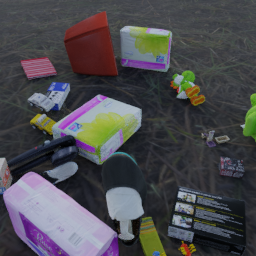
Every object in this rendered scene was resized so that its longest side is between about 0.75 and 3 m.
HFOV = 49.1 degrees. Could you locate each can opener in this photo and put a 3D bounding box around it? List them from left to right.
[{"bbox_3d":[-2.835,0.880,9.168,2.472,0.784,0.972,-17,20,-2],"label":"can opener"}]

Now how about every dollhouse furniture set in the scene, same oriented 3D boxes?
[{"bbox_3d":[3.330,0.211,10.506,0.865,0.614,0.685,-10,39,-12],"label":"dollhouse furniture set"}]

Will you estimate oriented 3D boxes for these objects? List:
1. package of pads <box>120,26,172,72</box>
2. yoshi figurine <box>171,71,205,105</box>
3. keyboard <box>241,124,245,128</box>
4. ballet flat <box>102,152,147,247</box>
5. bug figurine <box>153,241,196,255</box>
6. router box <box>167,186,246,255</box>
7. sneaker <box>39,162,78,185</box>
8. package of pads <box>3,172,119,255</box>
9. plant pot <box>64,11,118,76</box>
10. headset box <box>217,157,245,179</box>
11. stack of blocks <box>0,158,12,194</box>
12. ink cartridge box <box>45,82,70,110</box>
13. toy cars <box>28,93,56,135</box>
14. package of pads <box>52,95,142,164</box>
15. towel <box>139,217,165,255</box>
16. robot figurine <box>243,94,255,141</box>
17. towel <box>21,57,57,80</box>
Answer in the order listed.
[{"bbox_3d":[0.918,-4.282,15.064,2.723,2.104,0.929,10,38,13],"label":"package of pads"},{"bbox_3d":[2.878,-2.065,13.090,1.246,1.251,2.226,4,33,-21],"label":"yoshi figurine"},{"bbox_3d":[5.261,-0.134,11.395,1.358,0.072,0.382,-12,39,-15],"label":"keyboard"},{"bbox_3d":[-0.011,1.841,6.478,0.977,2.873,0.983,-5,42,5],"label":"ballet flat"},{"bbox_3d":[1.159,3.276,6.834,1.145,0.295,0.888,-7,44,-16],"label":"bug figurine"},{"bbox_3d":[2.176,2.473,7.687,1.950,0.498,1.454,11,39,14],"label":"router box"},{"bbox_3d":[-2.298,1.526,9.021,1.447,0.524,0.520,-22,75,-9],"label":"sneaker"},{"bbox_3d":[-1.595,2.475,6.638,2.960,1.783,1.120,25,45,29],"label":"package of pads"},{"bbox_3d":[-1.992,-4.307,14.894,2.340,2.656,2.653,-11,38,0],"label":"plant pot"},{"bbox_3d":[3.401,1.303,9.348,0.829,0.311,0.616,8,39,10],"label":"headset box"},{"bbox_3d":[-4.823,1.391,8.459,2.195,1.264,0.643,-2,38,-3],"label":"stack of blocks"},{"bbox_3d":[-3.320,-1.487,12.865,0.843,0.397,1.794,4,38,4],"label":"ink cartridge box"},{"bbox_3d":[-3.514,-0.715,11.412,1.089,0.538,2.429,-14,52,-10],"label":"toy cars"},{"bbox_3d":[-1.028,-0.072,10.567,2.218,0.979,2.871,22,43,25],"label":"package of pads"},{"bbox_3d":[0.568,2.925,7.432,0.527,0.111,1.225,-11,39,-12],"label":"towel"},{"bbox_3d":[5.534,-0.353,10.507,2.591,1.499,2.273,-21,39,-24],"label":"robot figurine"},{"bbox_3d":[-4.906,-3.290,15.322,1.553,0.241,2.147,-15,42,-22],"label":"towel"}]
